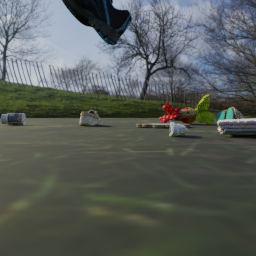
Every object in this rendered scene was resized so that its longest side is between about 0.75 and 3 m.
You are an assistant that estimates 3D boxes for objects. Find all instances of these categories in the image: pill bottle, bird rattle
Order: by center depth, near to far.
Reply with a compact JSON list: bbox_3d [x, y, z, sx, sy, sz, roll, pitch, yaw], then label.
[{"bbox_3d":[-5.613,-0.435,13.755,1.042,0.606,0.606,0,3,-7],"label":"pill bottle"},{"bbox_3d":[3.199,-0.626,15.269,2.926,1.648,2.385,-13,-11,10],"label":"bird rattle"}]

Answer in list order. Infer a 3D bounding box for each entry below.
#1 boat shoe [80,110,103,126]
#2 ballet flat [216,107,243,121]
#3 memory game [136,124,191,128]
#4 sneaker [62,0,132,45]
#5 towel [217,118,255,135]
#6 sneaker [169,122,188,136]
[{"bbox_3d":[-1.703,-0.488,13.329,0.788,0.739,2.137,0,3,9],"label":"boat shoe"},{"bbox_3d":[4.831,-0.495,12.931,0.820,0.886,2.512,11,6,2],"label":"ballet flat"},{"bbox_3d":[1.427,-0.099,11.432,2.246,0.143,2.246,0,2,0],"label":"memory game"},{"bbox_3d":[-0.993,-3.465,8.118,2.531,1.037,0.927,42,2,12],"label":"sneaker"},{"bbox_3d":[3.501,-0.057,6.949,2.459,0.396,2.348,-1,2,19],"label":"towel"},{"bbox_3d":[1.199,0.031,6.591,0.436,0.342,0.877,4,4,12],"label":"sneaker"}]
